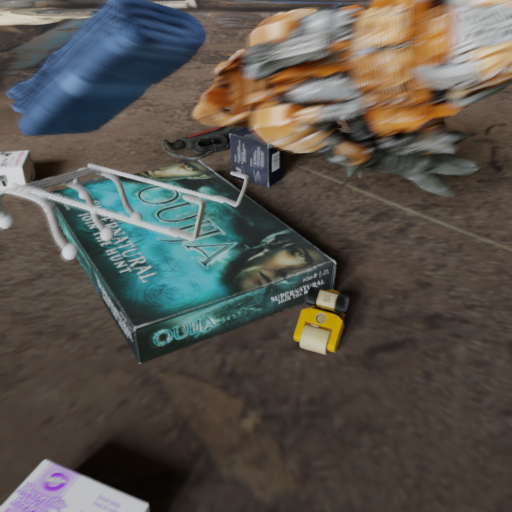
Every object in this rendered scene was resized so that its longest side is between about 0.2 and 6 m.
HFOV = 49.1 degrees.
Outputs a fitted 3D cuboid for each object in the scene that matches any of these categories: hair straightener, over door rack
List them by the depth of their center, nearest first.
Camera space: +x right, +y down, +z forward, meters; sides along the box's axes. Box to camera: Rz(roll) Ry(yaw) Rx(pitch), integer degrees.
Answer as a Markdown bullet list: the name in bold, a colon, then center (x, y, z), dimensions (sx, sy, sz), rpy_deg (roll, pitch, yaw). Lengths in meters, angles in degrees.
- **over door rack**: center (-1.456, -0.532, 6.510), dimensions (2.383, 0.794, 1.760), rpy_deg (5, 19, 13)
- **hair straightener**: center (-0.794, -2.842, 13.258), dimensions (2.943, 0.602, 1.132), rpy_deg (-16, 35, -25)

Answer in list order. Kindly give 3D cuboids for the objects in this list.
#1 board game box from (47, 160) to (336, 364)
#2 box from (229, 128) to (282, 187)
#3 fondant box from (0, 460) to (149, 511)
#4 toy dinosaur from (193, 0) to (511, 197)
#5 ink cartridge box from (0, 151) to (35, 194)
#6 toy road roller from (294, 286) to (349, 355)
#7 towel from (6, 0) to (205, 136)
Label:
- **board game box**: center (-1.293, -0.307, 9.112), dimensions (3.070, 0.639, 4.539), rpy_deg (-18, 36, -26)
- **box**: center (0.001, -2.059, 11.636), dimensions (0.986, 0.970, 0.579), rpy_deg (19, 37, 28)
- **fondant box**: center (-1.791, 2.601, 4.545), dimensions (1.186, 0.479, 1.644), rpy_deg (13, 33, 20)
- **toy dinosaur**: center (1.082, -2.435, 7.426), dimensions (3.848, 2.896, 5.669), rpy_deg (-8, 30, -41)
- **ink cartridge box**: center (-5.320, -1.685, 11.406), dimensions (1.369, 0.567, 1.005), rpy_deg (-7, 31, -9)
- **toy road roller**: center (0.911, 0.880, 7.416), dimensions (0.548, 0.651, 0.892), rpy_deg (14, 71, 21)
- **towel**: center (-2.453, -2.953, 9.010), dimensions (3.275, 0.795, 1.828), rpy_deg (-21, -3, 39)
